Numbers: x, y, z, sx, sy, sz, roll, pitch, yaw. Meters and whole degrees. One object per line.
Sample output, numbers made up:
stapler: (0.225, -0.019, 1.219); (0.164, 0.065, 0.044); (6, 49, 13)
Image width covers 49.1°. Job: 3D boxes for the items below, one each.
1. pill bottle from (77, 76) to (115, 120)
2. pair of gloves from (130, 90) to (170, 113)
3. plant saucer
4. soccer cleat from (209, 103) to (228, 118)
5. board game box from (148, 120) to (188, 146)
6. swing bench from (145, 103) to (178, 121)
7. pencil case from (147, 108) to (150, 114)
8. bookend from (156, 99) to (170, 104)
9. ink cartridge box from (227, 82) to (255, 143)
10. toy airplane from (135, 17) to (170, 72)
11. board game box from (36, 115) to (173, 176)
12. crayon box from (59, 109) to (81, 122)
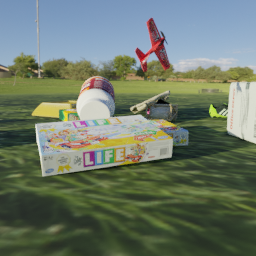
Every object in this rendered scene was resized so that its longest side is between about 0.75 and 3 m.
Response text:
pill bottle: (-1.181, -0.968, 10.526); (1.385, 1.385, 2.452); (-1, 26, -3)
pair of gloves: (1.226, -1.324, 15.007); (2.235, 0.461, 2.629); (-24, 1, 4)
plant saucer: (-3.002, -1.012, 14.342); (2.718, 0.659, 2.719); (4, 10, 30)
soccer cleat: (4.563, -0.787, 12.758); (1.703, 0.690, 0.575); (5, 10, 29)
board game box: (0.608, 0.104, 8.050); (1.519, 0.387, 2.260); (-2, 9, -10)
swing bench: (1.458, -0.694, 12.135); (1.163, 0.759, 1.169); (3, 4, 23)
pencil case: (1.260, -0.910, 14.613); (0.418, 0.405, 0.892); (-11, 2, 24)
bookend: (2.099, -1.052, 14.912); (0.978, 0.453, 0.984); (30, 1, 28)
ink cartridge box: (3.671, -0.441, 7.569); (0.925, 1.633, 2.227); (-1, 10, -9)
toy airplane: (0.536, -1.662, 6.019); (0.223, 1.211, 1.211); (2, 8, 39)
board game box: (-0.561, 0.249, 5.757); (2.459, 0.421, 1.653); (-6, 21, -20)
crayon box: (-1.998, -0.552, 11.962); (1.605, 0.468, 1.384); (-5, 10, -27)
